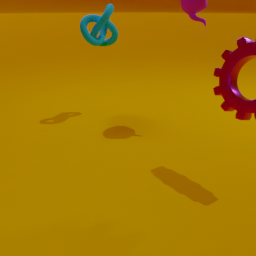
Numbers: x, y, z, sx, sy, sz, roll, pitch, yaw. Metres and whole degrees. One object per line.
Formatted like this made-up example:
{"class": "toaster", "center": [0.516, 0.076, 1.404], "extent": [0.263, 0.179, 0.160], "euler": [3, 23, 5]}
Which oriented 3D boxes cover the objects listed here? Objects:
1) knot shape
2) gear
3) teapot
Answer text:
{"class": "knot shape", "center": [-0.664, -2.678, 7.281], "extent": [0.548, 1.110, 1.186], "euler": [35, 17, 25]}
{"class": "gear", "center": [2.022, -0.795, 4.506], "extent": [0.249, 1.345, 1.345], "euler": [-2, 21, -39]}
{"class": "teapot", "center": [1.492, -2.861, 6.064], "extent": [0.654, 1.336, 0.831], "euler": [1, 11, 20]}
